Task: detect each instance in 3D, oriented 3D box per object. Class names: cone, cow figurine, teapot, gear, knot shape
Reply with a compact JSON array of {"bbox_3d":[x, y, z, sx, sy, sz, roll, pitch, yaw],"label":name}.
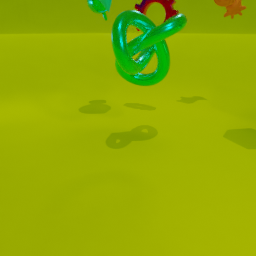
[{"bbox_3d":[-0.636,-3.638,7.125,1.298,1.303,1.298,-11,22,4],"label":"cone"},{"bbox_3d":[3.140,-4.022,8.793,0.749,1.343,1.365,-10,27,40],"label":"cow figurine"},{"bbox_3d":[-0.847,-3.864,8.456,0.772,1.241,0.608,-22,40,-4],"label":"teapot"},{"bbox_3d":[0.808,-3.316,8.247,1.329,1.329,0.246,9,22,23],"label":"gear"},{"bbox_3d":[0.301,-1.720,5.899,1.790,1.913,0.884,-1,44,-51],"label":"knot shape"}]
